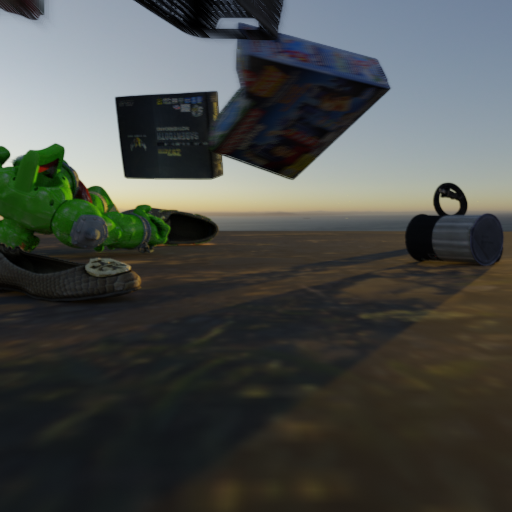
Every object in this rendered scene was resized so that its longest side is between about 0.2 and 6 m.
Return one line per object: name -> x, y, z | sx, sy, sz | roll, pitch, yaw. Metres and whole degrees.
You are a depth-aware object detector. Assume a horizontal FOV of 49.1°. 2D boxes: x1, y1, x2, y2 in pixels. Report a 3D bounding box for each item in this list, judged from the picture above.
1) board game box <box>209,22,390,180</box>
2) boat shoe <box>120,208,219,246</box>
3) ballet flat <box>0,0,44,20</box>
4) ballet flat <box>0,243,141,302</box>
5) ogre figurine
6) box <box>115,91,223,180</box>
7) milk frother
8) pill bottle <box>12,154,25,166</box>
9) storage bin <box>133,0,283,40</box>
board game box -> 0.468, -3.103, 11.067 | 3.032, 0.936, 3.034 | 15, -41, -37
boat shoe -> -2.350, -0.761, 14.564 | 2.822, 1.009, 0.844 | 3, -4, -28
ballet flat -> -2.051, -2.638, 4.782 | 0.587, 0.570, 1.650 | -11, -12, -30
ballet flat -> -1.606, 0.108, 4.374 | 1.731, 0.401, 0.583 | 2, 4, 34
ogre figurine -> -3.690, -1.045, 9.826 | 3.950, 1.938, 2.368 | 44, 10, -1
box -> -1.960, -2.694, 12.635 | 2.390, 1.885, 0.610 | 5, 19, 22
milk frother -> 2.943, -0.490, 8.016 | 1.100, 1.218, 1.146 | 3, 2, -34
pill bottle -> -4.623, -1.878, 11.197 | 0.508, 0.288, 0.288 | -7, -1, 31
storage bin -> -0.697, -3.509, 6.749 | 1.503, 1.042, 2.223 | 13, 5, 27
